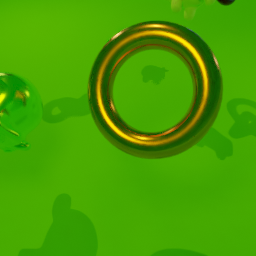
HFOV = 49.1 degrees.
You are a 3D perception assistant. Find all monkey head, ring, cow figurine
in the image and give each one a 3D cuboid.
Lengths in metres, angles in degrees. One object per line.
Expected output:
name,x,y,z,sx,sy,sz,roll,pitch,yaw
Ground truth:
monkey head,-1.961,-0.239,4.090,1.350,1.876,1.130,-2,70,-3
ring,0.274,-0.443,3.360,1.646,1.646,0.329,19,8,16
cow figurine,1.217,-2.784,5.601,0.675,1.229,1.210,19,68,-30

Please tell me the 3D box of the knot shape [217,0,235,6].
knot shape,2.164,-3.220,5.701,0.702,1.520,1.422,30,87,2
